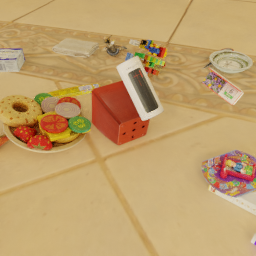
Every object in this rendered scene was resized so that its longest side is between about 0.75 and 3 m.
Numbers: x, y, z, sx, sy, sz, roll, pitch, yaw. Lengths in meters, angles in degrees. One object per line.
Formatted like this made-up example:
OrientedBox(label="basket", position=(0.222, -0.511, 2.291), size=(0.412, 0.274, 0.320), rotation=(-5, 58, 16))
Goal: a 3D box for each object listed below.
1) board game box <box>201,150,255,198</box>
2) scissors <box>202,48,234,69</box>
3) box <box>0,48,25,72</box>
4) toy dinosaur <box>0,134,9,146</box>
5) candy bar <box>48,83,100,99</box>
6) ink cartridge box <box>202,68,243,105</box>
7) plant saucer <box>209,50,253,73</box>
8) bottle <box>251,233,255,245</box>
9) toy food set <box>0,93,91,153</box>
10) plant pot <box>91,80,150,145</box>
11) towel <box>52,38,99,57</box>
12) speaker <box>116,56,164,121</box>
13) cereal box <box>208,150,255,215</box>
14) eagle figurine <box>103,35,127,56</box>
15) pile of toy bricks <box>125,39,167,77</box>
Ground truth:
OrientedBox(label="board game box", position=(2.663, 0.987, 6.883), size=(1.609, 0.313, 1.271), rotation=(-16, 42, -15))
OrientedBox(label="scissors", position=(3.920, -3.077, 12.380), size=(2.462, 0.171, 0.901), rotation=(-23, 48, -23))
OrientedBox(label="box", position=(-5.001, -2.861, 11.767), size=(1.009, 0.576, 1.097), rotation=(-1, 40, -2))
OrientedBox(label="toy dinosaur", position=(-4.131, 0.616, 7.521), size=(2.057, 1.080, 1.866), rotation=(11, 59, -3))
OrientedBox(label="candy bar", position=(-2.000, -1.295, 10.198), size=(2.160, 0.239, 0.539), rotation=(-13, 46, -16))
OrientedBox(label="ink cartridge box", position=(1.484, -0.633, 4.395), size=(0.586, 0.271, 1.076), rotation=(41, 20, 14))
OrientedBox(label="plant saucer", position=(4.243, -2.688, 11.675), size=(1.719, 0.432, 1.719), rotation=(0, 41, 0))
OrientedBox(label="bottle", position=(3.011, 2.508, 5.701), size=(0.947, 0.309, 0.396), rotation=(27, 49, 28))
OrientedBox(label="toy food set", position=(-2.397, -0.249, 8.360), size=(2.500, 0.614, 2.526), rotation=(-16, 47, -34))
OrientedBox(label="plant pot", position=(-0.126, -0.391, 8.327), size=(1.498, 1.497, 1.320), rotation=(-21, 56, -22))
OrientedBox(label="towel", position=(-2.387, -3.724, 12.988), size=(1.890, 0.326, 1.252), rotation=(15, 41, 17))
OrientedBox(label="speaker", position=(0.294, -0.964, 6.824), size=(0.607, 1.494, 0.607), rotation=(-26, 7, 4))
OrientedBox(label="cereal box", position=(3.168, 1.446, 6.873), size=(1.952, 0.386, 1.404), rotation=(26, 47, 27))
OrientedBox(label="eagle figurine", position=(-0.667, -3.726, 12.845), size=(1.049, 0.791, 0.796), rotation=(44, 96, 4))
OrientedBox(label="pile of toy bricks", position=(0.958, -2.789, 11.421), size=(1.242, 1.396, 2.517), rotation=(11, 15, -31))
